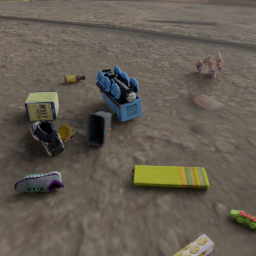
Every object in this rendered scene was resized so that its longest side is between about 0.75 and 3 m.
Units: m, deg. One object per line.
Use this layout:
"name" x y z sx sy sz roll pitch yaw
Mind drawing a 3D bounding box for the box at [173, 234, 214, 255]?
"box" 1.178 2.847 5.997 1.610 0.311 0.334 -20 37 -28

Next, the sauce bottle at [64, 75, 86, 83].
"sauce bottle" -2.779 -2.590 14.691 1.092 0.361 0.361 -7 33 -10

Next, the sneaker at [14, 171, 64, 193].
"sneaker" -2.485 1.610 7.856 1.308 0.487 0.572 -13 39 -21

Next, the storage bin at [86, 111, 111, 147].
"storage bin" -0.928 -0.040 9.950 0.847 1.164 0.782 13 25 21

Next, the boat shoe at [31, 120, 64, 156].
"boat shoe" -2.923 0.028 9.806 0.796 0.989 2.132 -29 42 -26

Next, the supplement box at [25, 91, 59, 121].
"supplement box" -3.536 -0.939 11.635 1.155 0.775 1.154 -3 32 -5

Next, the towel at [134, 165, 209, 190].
"towel" 1.265 1.459 8.391 2.167 0.196 0.933 1 27 4

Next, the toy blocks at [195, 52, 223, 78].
"toy blocks" 4.489 -3.230 15.302 1.397 1.176 1.305 -18 -2 15

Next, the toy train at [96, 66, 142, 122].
"toy train" -0.449 -1.499 11.750 1.212 1.597 2.795 -19 37 -21

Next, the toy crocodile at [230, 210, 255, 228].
"toy crocodile" 2.992 2.253 7.011 0.820 0.253 0.277 19 37 29

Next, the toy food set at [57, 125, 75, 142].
"toy food set" -2.233 0.251 10.210 0.569 0.316 0.967 -51 42 -11
